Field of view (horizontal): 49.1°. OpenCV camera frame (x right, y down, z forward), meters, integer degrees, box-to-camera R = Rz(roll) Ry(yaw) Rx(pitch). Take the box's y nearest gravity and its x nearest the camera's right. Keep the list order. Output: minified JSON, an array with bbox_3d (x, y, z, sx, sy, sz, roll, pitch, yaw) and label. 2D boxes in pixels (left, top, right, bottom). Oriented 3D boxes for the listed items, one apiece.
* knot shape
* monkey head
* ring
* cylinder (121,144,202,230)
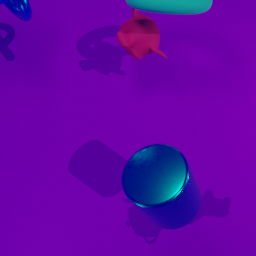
[{"bbox_3d":[-2.104,-2.600,4.756,1.364,0.630,1.277,32,125,-4],"label":"knot shape"},{"bbox_3d":[0.224,-1.977,5.960,0.850,1.015,1.411,-28,92,19],"label":"monkey head"},{"bbox_3d":[0.764,-2.454,5.340,1.636,1.636,0.327,3,121,0],"label":"ring"},{"bbox_3d":[0.624,1.054,4.973,1.158,1.158,1.158,-14,50,17],"label":"cylinder"}]
